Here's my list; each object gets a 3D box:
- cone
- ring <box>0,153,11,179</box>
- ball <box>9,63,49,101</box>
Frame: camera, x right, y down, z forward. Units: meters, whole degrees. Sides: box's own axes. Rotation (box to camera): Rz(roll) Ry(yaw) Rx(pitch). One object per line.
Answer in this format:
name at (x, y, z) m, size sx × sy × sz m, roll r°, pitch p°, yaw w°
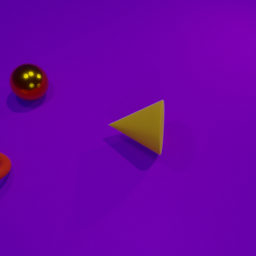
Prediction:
cone at (0.199, -0.053, 7.816) m, size 1.505 × 1.500 × 1.500 m, roll 3°, pitch 59°, yaw 10°
ring at (-3.825, 0.996, 7.385) m, size 1.385 × 0.277 × 1.385 m, roll 11°, pitch 23°, yaw -5°
ball at (-3.065, -1.425, 8.712) m, size 1.166 × 1.166 × 1.166 m, roll 0°, pitch 59°, yaw 0°
